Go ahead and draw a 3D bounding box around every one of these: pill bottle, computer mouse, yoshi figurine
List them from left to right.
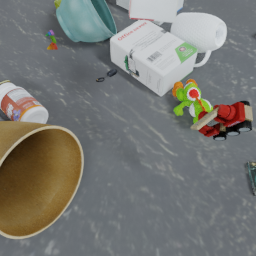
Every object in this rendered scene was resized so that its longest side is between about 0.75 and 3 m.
[{"bbox_3d":[-3.515,-0.703,9.121,1.792,1.005,1.005,38,64,24],"label":"pill bottle"},{"bbox_3d":[-0.802,-1.982,10.497,0.927,0.158,0.272,-34,63,-20],"label":"computer mouse"},{"bbox_3d":[2.227,-0.689,9.313,1.147,1.151,2.048,23,30,-33],"label":"yoshi figurine"}]

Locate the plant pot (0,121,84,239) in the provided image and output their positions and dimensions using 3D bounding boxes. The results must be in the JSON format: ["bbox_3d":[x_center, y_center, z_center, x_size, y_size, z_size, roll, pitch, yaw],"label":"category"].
[{"bbox_3d":[-3.172,0.922,7.270,2.930,2.730,2.730,16,56,30],"label":"plant pot"}]

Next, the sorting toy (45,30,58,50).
[{"bbox_3d":[-2.173,-2.413,7.815,0.272,0.790,0.274,-32,79,-16],"label":"sorting toy"}]

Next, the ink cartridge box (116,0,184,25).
[{"bbox_3d":[0.982,-5.967,12.632,2.573,1.077,1.866,35,63,21],"label":"ink cartridge box"}]

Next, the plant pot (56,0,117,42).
[{"bbox_3d":[-1.742,-4.407,11.028,1.640,2.448,2.448,-23,54,18],"label":"plant pot"}]

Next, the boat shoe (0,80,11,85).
[{"bbox_3d":[-4.805,-1.417,9.925,1.282,0.469,0.416,-32,67,-20],"label":"boat shoe"}]

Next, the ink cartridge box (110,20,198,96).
[{"bbox_3d":[0.891,-2.695,10.386,1.929,1.113,2.640,-39,64,-24],"label":"ink cartridge box"}]

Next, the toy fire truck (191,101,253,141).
[{"bbox_3d":[1.669,-0.131,5.495,1.184,1.042,0.762,13,68,-21],"label":"toy fire truck"}]

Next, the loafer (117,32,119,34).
[{"bbox_3d":[-0.433,-3.620,11.461,0.396,0.394,1.089,4,56,3],"label":"loafer"}]

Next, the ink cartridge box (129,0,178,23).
[{"bbox_3d":[0.581,-3.061,6.948,1.090,0.616,1.486,4,28,-3],"label":"ink cartridge box"}]

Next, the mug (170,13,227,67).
[{"bbox_3d":[2.631,-3.264,10.452,1.437,1.947,1.707,-4,19,-44],"label":"mug"}]

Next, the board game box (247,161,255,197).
[{"bbox_3d":[3.932,1.485,8.148,0.721,0.150,1.066,2,56,1],"label":"board game box"}]

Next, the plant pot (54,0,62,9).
[{"bbox_3d":[-2.347,-5.438,12.187,1.451,1.507,1.507,-38,63,-9],"label":"plant pot"}]
